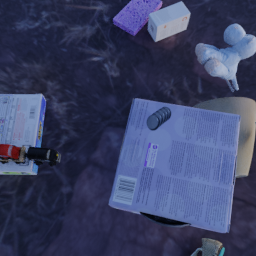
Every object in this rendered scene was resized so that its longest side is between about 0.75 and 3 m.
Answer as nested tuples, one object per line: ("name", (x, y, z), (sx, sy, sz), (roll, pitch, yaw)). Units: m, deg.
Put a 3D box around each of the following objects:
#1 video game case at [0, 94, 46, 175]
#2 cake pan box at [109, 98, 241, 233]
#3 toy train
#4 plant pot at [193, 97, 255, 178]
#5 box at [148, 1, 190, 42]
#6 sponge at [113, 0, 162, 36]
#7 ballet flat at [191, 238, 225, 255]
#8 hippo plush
("video game case", (-3.861, 0.165, 8.676), (2.281, 0.572, 2.517), (1, 69, 0))
("cake pan box", (0.830, 0.623, 4.873), (1.940, 0.551, 2.106), (8, 71, 12))
("toy train", (-3.368, 0.713, 7.786), (2.942, 0.674, 0.502), (3, 68, 2))
("plant pot", (2.770, 0.388, 8.012), (1.883, 1.883, 2.011), (-1, 75, 0))
("box", (1.449, -3.820, 10.087), (1.331, 0.828, 0.649), (-24, 71, -9))
("sponge", (0.369, -4.367, 10.601), (1.006, 0.269, 1.803), (35, 72, 13))
("ballet flat", (1.827, 3.922, 7.243), (0.817, 0.736, 2.169), (12, 62, 29))
("hippo plush", (2.476, -1.802, 6.741), (1.486, 1.183, 1.194), (51, 122, 12))
